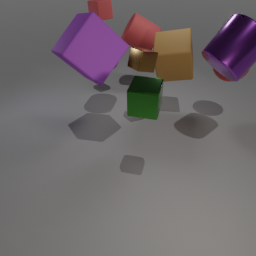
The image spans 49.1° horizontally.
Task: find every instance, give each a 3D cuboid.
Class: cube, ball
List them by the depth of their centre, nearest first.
[{"bbox_3d":[0.395,-0.697,6.390,0.700,0.700,0.700,9,41,12],"label":"cube"},{"bbox_3d":[-1.120,-2.293,8.090,1.400,1.400,1.400,-54,33,0],"label":"cube"},{"bbox_3d":[0.500,-2.351,9.640,0.700,0.700,0.700,-4,26,-34],"label":"cube"},{"bbox_3d":[3.941,-2.474,10.678,1.400,1.400,1.400,0,32,0],"label":"ball"},{"bbox_3d":[1.793,-2.812,10.918,1.400,1.400,1.400,-2,55,15],"label":"cube"},{"bbox_3d":[-1.096,-4.693,11.095,0.700,0.700,0.700,-27,38,-31],"label":"cube"}]

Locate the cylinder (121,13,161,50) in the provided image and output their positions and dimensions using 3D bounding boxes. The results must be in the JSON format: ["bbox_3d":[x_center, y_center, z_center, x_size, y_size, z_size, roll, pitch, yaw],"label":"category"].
[{"bbox_3d":[0.598,-4.426,13.211,1.400,1.400,1.400,26,27,-16],"label":"cylinder"}]

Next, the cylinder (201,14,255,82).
[{"bbox_3d":[3.149,-2.330,8.229,1.400,1.400,1.400,39,10,-8],"label":"cylinder"}]

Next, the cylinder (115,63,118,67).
[{"bbox_3d":[-1.107,-2.871,10.884,1.400,1.400,1.400,4,9,6],"label":"cylinder"}]
